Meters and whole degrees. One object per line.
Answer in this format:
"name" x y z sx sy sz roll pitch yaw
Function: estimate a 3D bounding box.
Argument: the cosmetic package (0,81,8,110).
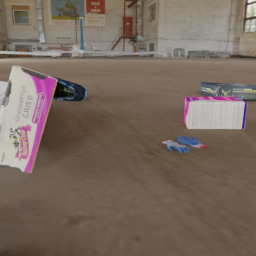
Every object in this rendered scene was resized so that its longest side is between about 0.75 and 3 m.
"cosmetic package" -4.400 -0.694 8.548 2.887 1.029 1.464 11 41 31

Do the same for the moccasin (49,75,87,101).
"moccasin" -3.291 -1.871 12.893 2.903 1.168 0.990 6 9 24

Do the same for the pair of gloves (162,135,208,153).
"pair of gloves" 1.418 0.403 7.183 1.099 0.125 0.883 -8 18 -28

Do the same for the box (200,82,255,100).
"box" 4.952 -1.774 13.300 2.469 0.630 1.947 0 15 -10

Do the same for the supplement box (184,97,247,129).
"supplement box" 2.699 -0.485 8.840 1.730 0.894 0.875 -1 18 2

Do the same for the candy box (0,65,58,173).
"candy box" -2.340 -0.381 6.218 0.837 1.872 2.745 15 7 -23
